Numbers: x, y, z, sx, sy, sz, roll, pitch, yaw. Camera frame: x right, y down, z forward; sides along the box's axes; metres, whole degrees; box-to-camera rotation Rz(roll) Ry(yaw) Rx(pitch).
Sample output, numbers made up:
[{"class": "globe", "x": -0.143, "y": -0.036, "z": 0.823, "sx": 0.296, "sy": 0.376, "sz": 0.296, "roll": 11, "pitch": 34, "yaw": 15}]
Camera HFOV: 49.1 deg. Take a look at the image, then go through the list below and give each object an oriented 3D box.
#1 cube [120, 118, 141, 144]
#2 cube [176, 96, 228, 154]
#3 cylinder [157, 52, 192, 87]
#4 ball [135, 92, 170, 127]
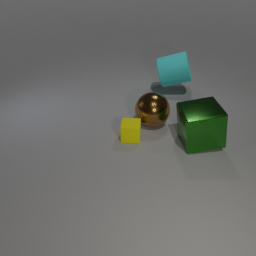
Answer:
[{"class": "cube", "x": 0.104, "y": 0.097, "z": 10.476, "sx": 0.700, "sy": 0.700, "sz": 0.700, "roll": 3, "pitch": 33, "yaw": 5}, {"class": "cube", "x": 2.596, "y": -0.118, "z": 10.009, "sx": 1.400, "sy": 1.400, "sz": 1.400, "roll": -10, "pitch": 33, "yaw": -1}, {"class": "cylinder", "x": 2.205, "y": -2.783, "z": 13.363, "sx": 1.400, "sy": 1.400, "sz": 1.400, "roll": -10, "pitch": 30, "yaw": 17}, {"class": "ball", "x": 0.971, "y": -0.726, "z": 11.142, "sx": 1.400, "sy": 1.400, "sz": 1.400, "roll": 0, "pitch": 32, "yaw": 0}]
